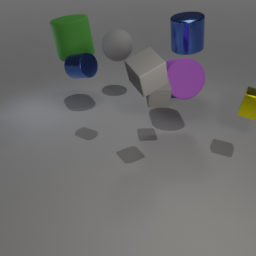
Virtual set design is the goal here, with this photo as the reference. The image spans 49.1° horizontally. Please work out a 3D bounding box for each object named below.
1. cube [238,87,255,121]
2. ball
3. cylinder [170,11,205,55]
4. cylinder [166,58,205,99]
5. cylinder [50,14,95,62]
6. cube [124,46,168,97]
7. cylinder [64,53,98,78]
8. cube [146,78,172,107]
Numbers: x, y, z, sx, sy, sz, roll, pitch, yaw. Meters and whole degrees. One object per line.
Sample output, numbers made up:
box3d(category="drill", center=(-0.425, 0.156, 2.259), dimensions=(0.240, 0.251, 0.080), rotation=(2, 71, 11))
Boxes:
box3d(category="cube", center=(3.683, -0.694, 8.130), dimensions=(0.700, 0.700, 0.700), rotation=(20, 33, 18))
box3d(category="ball", center=(-0.484, -3.706, 12.558), dimensions=(1.400, 1.400, 1.400), rotation=(0, 30, 0))
box3d(category="cylinder", center=(2.520, -4.032, 11.892), dimensions=(1.400, 1.400, 1.400), rotation=(-6, 36, 4))
box3d(category="cylinder", center=(1.890, -1.815, 10.170), dimensions=(1.400, 1.400, 1.400), rotation=(-3, 13, -5))
box3d(category="cylinder", center=(-2.062, -3.387, 10.513), dimensions=(1.400, 1.400, 1.400), rotation=(-6, 33, 4))
box3d(category="cube", center=(0.428, -1.297, 6.481), dimensions=(0.700, 0.700, 0.700), rotation=(-31, 57, -8))
box3d(category="cylinder", center=(-1.355, -1.793, 8.084), dimensions=(0.700, 0.700, 0.700), rotation=(7, 28, 40))
box3d(category="cube", center=(0.966, -1.146, 8.989), dimensions=(0.700, 0.700, 0.700), rotation=(-2, 43, -3))
